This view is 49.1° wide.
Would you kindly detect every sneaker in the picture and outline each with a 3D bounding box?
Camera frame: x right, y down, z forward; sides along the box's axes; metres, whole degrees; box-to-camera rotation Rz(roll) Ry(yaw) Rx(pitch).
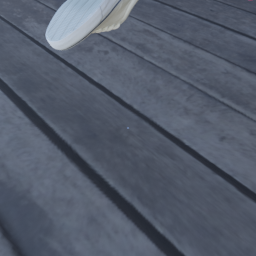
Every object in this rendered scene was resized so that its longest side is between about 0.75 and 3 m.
[{"bbox_3d":[-0.473,-2.317,5.575,0.945,0.916,2.587,34,74,33],"label":"sneaker"}]
